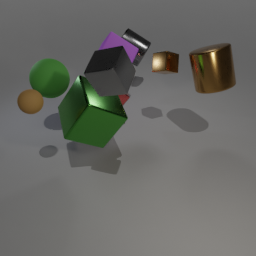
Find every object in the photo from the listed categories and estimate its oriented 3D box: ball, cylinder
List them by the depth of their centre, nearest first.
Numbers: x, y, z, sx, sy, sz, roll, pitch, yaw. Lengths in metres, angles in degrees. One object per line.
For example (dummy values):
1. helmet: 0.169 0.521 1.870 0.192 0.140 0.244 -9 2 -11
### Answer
1. ball: -2.721 -0.734 7.826 0.700 0.700 0.700 0 32 0
2. cylinder: 2.929 -2.070 9.716 1.400 1.400 1.400 -14 19 5
3. ball: -2.793 -1.767 10.010 1.400 1.400 1.400 0 32 0
4. cylinder: 0.241 -4.095 14.290 1.400 1.400 1.400 31 33 -6

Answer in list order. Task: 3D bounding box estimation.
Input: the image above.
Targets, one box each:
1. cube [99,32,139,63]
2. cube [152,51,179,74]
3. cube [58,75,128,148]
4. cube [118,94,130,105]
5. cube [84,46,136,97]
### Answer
1. cube: -0.630 -3.020 12.210 1.400 1.400 1.400 28 -14 -17
2. cube: 1.381 -2.389 10.305 0.700 0.700 0.700 0 5 -41
3. cube: -1.101 -0.460 8.470 1.400 1.400 1.400 17 36 -37
4. cube: -0.457 -1.248 10.861 0.700 0.700 0.700 37 15 -23
5. cube: -0.353 -1.146 5.742 0.700 0.700 0.700 -2 52 29
